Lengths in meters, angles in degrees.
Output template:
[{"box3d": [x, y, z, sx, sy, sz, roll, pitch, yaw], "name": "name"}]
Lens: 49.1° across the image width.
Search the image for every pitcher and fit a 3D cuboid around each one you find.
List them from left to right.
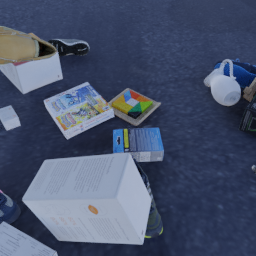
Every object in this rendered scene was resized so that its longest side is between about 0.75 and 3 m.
[{"box3d": [4.062, -1.900, 11.669, 1.074, 1.520, 1.772, 11, 37, -22], "name": "pitcher"}]

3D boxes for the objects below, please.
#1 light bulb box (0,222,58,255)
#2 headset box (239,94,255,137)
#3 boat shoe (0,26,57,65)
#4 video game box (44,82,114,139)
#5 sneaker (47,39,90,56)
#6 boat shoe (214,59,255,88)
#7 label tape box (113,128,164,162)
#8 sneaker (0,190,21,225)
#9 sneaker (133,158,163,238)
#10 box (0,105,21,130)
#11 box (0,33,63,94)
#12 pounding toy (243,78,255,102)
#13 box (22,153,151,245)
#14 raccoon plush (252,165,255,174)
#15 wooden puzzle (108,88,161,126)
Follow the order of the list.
[{"box3d": [-2.633, 3.276, 6.175, 1.614, 1.016, 1.628, 19, 46, 20], "name": "light bulb box"}, {"box3d": [5.481, -0.387, 9.971, 2.259, 1.048, 1.967, 25, 47, 26], "name": "headset box"}, {"box3d": [-3.133, -2.400, 8.216, 1.125, 1.058, 2.953, 9, 19, 15], "name": "boat shoe"}, {"box3d": [-1.962, -0.774, 11.000, 2.027, 0.521, 2.225, -29, 49, -17], "name": "video game box"}, {"box3d": [-3.195, -4.357, 15.029, 2.276, 0.841, 0.902, 4, 32, -5], "name": "sneaker"}, {"box3d": [5.234, -2.380, 12.646, 2.848, 1.198, 0.978, 21, 44, -2], "name": "boat shoe"}, {"box3d": [0.322, 0.576, 9.598, 1.637, 0.541, 1.173, -4, 41, -1], "name": "label tape box"}, {"box3d": [-4.065, 1.854, 7.805, 2.394, 0.982, 0.840, 20, 45, 21], "name": "sneaker"}, {"box3d": [0.291, 1.880, 7.779, 0.891, 0.976, 2.411, -13, 43, -14], "name": "sneaker"}, {"box3d": [-4.577, -0.394, 10.749, 0.558, 0.437, 0.897, -24, 46, -25], "name": "box"}, {"box3d": [-4.655, -3.087, 13.032, 2.042, 1.426, 2.682, -29, 49, -29], "name": "box"}, {"box3d": [5.350, -1.616, 11.325, 1.608, 1.412, 0.735, -34, 64, -32], "name": "pounding toy"}, {"box3d": [-0.889, 1.744, 6.811, 2.411, 1.836, 1.282, -7, 38, 22], "name": "box"}, {"box3d": [4.382, 1.411, 8.790, 0.559, 0.403, 0.834, -1, 41, -12], "name": "raccoon plush"}, {"box3d": [0.147, -0.961, 11.458, 1.864, 0.347, 1.725, 26, 48, 26], "name": "wooden puzzle"}]
